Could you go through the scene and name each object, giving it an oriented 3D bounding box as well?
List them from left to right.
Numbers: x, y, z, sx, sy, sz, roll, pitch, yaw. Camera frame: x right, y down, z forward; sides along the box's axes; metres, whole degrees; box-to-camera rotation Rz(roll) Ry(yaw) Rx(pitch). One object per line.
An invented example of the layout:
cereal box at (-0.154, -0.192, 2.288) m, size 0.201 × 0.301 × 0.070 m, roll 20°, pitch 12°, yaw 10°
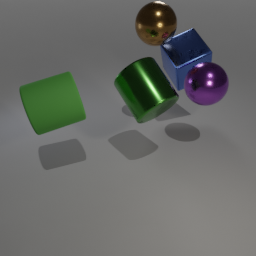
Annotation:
cylinder at (-2.028, -0.680, 7.680) m, size 1.400 × 1.400 × 1.400 m, roll -20°, pitch 33°, yaw -10°
cylinder at (0.524, -1.070, 8.109) m, size 1.400 × 1.400 × 1.400 m, roll -23°, pitch 76°, yaw -35°
ball at (0.931, -3.452, 9.333) m, size 1.400 × 1.400 × 1.400 m, roll 0°, pitch 29°, yaw 0°
cube at (2.161, -2.535, 10.488) m, size 1.400 × 1.400 × 1.400 m, roll -24°, pitch 60°, yaw 0°
ball at (2.518, -1.419, 9.049) m, size 1.400 × 1.400 × 1.400 m, roll 0°, pitch 29°, yaw 0°
